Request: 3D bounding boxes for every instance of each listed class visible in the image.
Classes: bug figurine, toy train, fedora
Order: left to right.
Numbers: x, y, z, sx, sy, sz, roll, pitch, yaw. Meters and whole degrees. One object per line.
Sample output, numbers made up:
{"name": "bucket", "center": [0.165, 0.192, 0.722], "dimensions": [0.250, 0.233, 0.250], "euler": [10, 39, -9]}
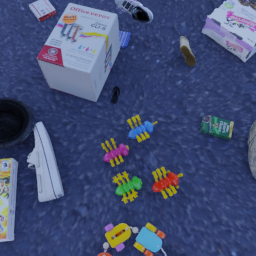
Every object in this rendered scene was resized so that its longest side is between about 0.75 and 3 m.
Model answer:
{"name": "fedora", "center": [-4.172, -0.052, 9.651], "dimensions": [2.070, 0.945, 2.070], "euler": [0, 66, 0]}
{"name": "toy train", "center": [0.038, 3.671, 8.204], "dimensions": [2.297, 0.639, 1.725], "euler": [-6, 67, 1]}
{"name": "bug figurine", "center": [0.377, 1.112, 9.260], "dimensions": [2.216, 0.735, 2.858], "euler": [-23, 72, -3]}

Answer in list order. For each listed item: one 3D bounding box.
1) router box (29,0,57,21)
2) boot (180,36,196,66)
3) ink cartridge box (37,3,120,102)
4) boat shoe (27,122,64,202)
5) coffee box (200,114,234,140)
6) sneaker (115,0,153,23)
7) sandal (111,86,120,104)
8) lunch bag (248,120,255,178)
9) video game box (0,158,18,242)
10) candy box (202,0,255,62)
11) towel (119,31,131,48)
{"name": "router box", "center": [-3.760, -5.239, 12.356], "dimensions": [0.847, 0.230, 0.943], "euler": [-32, 70, -13]}
{"name": "boot", "center": [2.353, -3.048, 11.110], "dimensions": [0.388, 1.066, 0.829], "euler": [-24, 41, 27]}
{"name": "ink cartridge box", "center": [-1.654, -2.775, 10.312], "dimensions": [1.960, 1.951, 2.697], "euler": [17, 67, 8]}
{"name": "boat shoe", "center": [-2.844, 1.082, 9.199], "dimensions": [0.879, 0.963, 2.676], "euler": [-16, 75, -12]}
{"name": "coffee box", "center": [3.179, -0.044, 10.033], "dimensions": [1.094, 0.241, 0.673], "euler": [17, 67, 7]}
{"name": "sneaker", "center": [0.196, -4.423, 10.394], "dimensions": [1.617, 0.629, 1.131], "euler": [26, 28, -5]}
{"name": "sandal", "center": [-0.464, -1.266, 10.623], "dimensions": [0.288, 0.162, 0.756], "euler": [6, 66, 3]}
{"name": "lunch bag", "center": [4.728, 0.546, 8.658], "dimensions": [1.648, 2.365, 1.984], "euler": [18, 64, 11]}
{"name": "video game box", "center": [-4.980, 2.330, 8.768], "dimensions": [2.775, 0.650, 2.528], "euler": [-6, 69, -3]}
{"name": "candy box", "center": [4.869, -4.395, 11.565], "dimensions": [2.725, 0.975, 2.286], "euler": [-42, 72, -17]}
{"name": "towel", "center": [-0.517, -3.796, 11.767], "dimensions": [1.169, 0.139, 0.846], "euler": [13, 66, 6]}
